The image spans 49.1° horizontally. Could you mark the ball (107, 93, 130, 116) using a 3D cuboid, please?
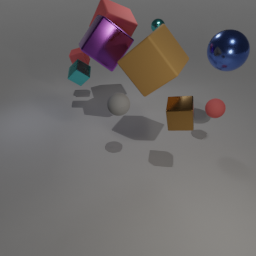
[{"bbox_3d":[-0.283,-0.716,8.448,0.700,0.700,0.700,0,31,0],"label":"ball"}]

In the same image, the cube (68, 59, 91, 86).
[{"bbox_3d":[-2.095,-2.383,12.064,0.700,0.700,0.700,27,46,-34],"label":"cube"}]

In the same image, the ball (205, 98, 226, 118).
[{"bbox_3d":[3.101,-0.700,9.954,0.700,0.700,0.700,0,31,0],"label":"ball"}]

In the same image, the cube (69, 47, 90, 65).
[{"bbox_3d":[-2.226,-3.250,12.926,0.700,0.700,0.700,-13,36,10],"label":"cube"}]

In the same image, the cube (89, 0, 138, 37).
[{"bbox_3d":[-0.654,-4.338,11.841,1.400,1.400,1.400,10,43,-29],"label":"cube"}]

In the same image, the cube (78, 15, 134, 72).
[{"bbox_3d":[-0.854,-3.183,10.445,1.400,1.400,1.400,32,13,-24],"label":"cube"}]

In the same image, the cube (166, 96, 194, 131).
[{"bbox_3d":[1.451,-0.404,7.736,0.700,0.700,0.700,-1,39,15],"label":"cube"}]

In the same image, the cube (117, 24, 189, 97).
[{"bbox_3d":[0.814,-2.108,8.757,1.400,1.400,1.400,-30,16,40],"label":"cube"}]

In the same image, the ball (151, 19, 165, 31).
[{"bbox_3d":[1.496,-5.093,13.990,0.700,0.700,0.700,0,31,0],"label":"ball"}]

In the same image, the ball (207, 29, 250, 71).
[{"bbox_3d":[3.447,-2.665,9.667,1.400,1.400,1.400,0,31,0],"label":"ball"}]
